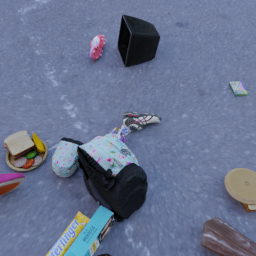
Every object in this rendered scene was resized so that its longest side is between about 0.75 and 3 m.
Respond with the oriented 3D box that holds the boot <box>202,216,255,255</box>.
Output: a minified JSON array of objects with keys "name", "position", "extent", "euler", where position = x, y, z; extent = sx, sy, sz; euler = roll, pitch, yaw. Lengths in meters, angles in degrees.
[{"name":"boot","position":[2.724,3.516,7.266],"extent":[2.174,0.698,2.026],"euler":[30,43,19]}]

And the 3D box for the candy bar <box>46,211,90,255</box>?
[{"name":"candy bar","position":[-1.821,3.277,7.793],"extent":[0.515,0.229,2.064],"euler":[26,54,21]}]

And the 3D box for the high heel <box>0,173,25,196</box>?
[{"name":"high heel","position":[-4.701,1.536,8.717],"extent":[2.857,0.963,1.373],"euler":[-15,62,-8]}]

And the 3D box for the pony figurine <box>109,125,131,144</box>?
[{"name":"pony figurine","position":[-0.356,0.352,10.007],"extent":[0.979,0.844,1.014],"euler":[3,44,47]}]

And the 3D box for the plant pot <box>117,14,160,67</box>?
[{"name":"plant pot","position":[0.511,-4.087,13.156],"extent":[1.550,1.743,1.747],"euler":[-4,49,-17]}]

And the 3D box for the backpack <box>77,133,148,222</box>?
[{"name":"backpack","position":[-0.503,1.300,8.538],"extent":[1.542,2.033,2.437],"euler":[-24,43,-27]}]

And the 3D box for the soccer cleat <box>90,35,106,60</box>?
[{"name":"soccer cleat","position":[-1.602,-3.917,13.713],"extent":[0.689,0.601,1.802],"euler":[-6,48,26]}]

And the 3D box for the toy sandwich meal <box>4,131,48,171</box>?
[{"name":"toy sandwich meal","position":[-3.558,0.758,9.703],"extent":[1.579,0.541,1.579],"euler":[0,50,0]}]

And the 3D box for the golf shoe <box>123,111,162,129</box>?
[{"name":"golf shoe","position":[0.532,-0.253,10.637],"extent":[1.519,0.586,0.669],"euler":[3,87,-14]}]

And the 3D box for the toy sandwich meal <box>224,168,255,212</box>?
[{"name":"toy sandwich meal","position":[3.719,1.910,8.811],"extent":[1.444,0.495,1.444],"euler":[-1,47,1]}]

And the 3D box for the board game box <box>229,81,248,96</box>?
[{"name":"board game box","position":[4.741,-1.694,12.057],"extent":[0.543,0.117,0.807],"euler":[-4,50,-2]}]

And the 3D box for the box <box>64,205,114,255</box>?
[{"name":"box","position":[-1.064,3.082,7.611],"extent":[0.450,0.753,1.830],"euler":[26,55,20]}]

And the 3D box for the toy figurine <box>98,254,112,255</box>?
[{"name":"toy figurine","position":[-1.156,3.633,6.213],"extent":[2.206,2.171,1.535],"euler":[-5,60,-5]}]

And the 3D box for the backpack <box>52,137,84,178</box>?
[{"name":"backpack","position":[-2.054,0.976,9.353],"extent":[1.069,0.811,1.281],"euler":[13,54,8]}]
